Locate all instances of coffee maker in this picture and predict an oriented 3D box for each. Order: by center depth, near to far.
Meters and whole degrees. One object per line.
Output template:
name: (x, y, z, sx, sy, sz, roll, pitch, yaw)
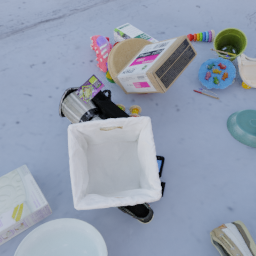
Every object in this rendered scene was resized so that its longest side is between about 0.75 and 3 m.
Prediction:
coffee maker: (-0.945, -0.479, 10.699, 2.497, 1.751, 2.600, -31, 56, -25)

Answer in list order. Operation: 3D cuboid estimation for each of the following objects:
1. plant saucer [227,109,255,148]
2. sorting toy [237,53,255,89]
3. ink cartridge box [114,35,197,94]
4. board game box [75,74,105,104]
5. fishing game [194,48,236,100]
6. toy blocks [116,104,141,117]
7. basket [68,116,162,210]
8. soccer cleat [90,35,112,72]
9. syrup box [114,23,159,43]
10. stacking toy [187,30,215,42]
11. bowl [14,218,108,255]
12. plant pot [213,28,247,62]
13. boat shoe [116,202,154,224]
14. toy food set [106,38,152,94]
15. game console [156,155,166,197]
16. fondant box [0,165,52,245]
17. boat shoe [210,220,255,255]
plant saucer: (5.072, -0.107, 11.285, 2.053, 0.369, 2.053, 0, 48, 0)
sorting toy: (6.305, -2.941, 13.321, 2.540, 1.357, 2.287, 7, 41, 7)
ink cartridge box: (1.012, -2.421, 11.059, 2.201, 1.004, 2.672, -49, 28, -19)
board game box: (-1.229, -1.257, 9.052, 0.518, 0.140, 0.864, 44, 83, 1)
fishing game: (4.070, -2.519, 12.809, 1.714, 0.372, 2.394, 24, 81, 20)
toy blocks: (-0.098, -0.271, 11.315, 1.225, 0.534, 1.470, 4, 48, 3)
basket: (-0.391, 1.056, 7.996, 2.269, 1.842, 2.290, -6, 76, -3)
soccer cleat: (-1.173, -3.889, 14.320, 1.113, 0.971, 2.912, -10, 46, -14)
syrup box: (0.449, -4.390, 14.647, 1.025, 1.060, 2.604, -33, 55, -24)
stacking toy: (4.029, -5.080, 15.633, 1.501, 0.641, 0.641, -5, 48, 4)
bowl: (-1.711, 3.636, 7.330, 2.345, 1.054, 2.345, 2, 36, -2)
plant pot: (4.985, -3.905, 13.813, 1.516, 1.440, 1.516, -2, 82, 15)
boat shoe: (-0.074, 2.293, 8.939, 1.994, 0.625, 0.730, 28, 68, 25)
toy food set: (0.466, -2.926, 12.983, 2.948, 0.725, 2.978, 28, 70, 0)
game console: (0.862, 1.641, 9.828, 1.003, 0.205, 1.701, 11, 49, 9)
fondant box: (-3.915, 2.508, 8.703, 2.488, 0.725, 1.795, -29, 55, -23)
boat shoe: (3.117, 3.903, 7.312, 1.000, 1.092, 2.923, -12, 40, -6)
